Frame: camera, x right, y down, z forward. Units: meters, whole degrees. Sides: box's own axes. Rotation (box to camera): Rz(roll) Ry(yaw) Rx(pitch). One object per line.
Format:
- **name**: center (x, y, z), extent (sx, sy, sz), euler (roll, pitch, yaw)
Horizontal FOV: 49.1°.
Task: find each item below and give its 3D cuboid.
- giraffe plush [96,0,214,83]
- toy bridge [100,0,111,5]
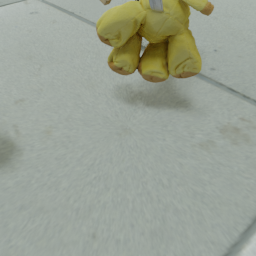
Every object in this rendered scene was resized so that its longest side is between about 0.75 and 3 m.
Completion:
- **giraffe plush**: center (0.740, -2.915, 6.722), extent (2.586, 2.997, 2.431), euler (12, 57, 3)
- **toy bridge**: center (-0.462, -4.966, 8.525), extent (0.806, 2.396, 0.326), euler (47, 53, 3)
